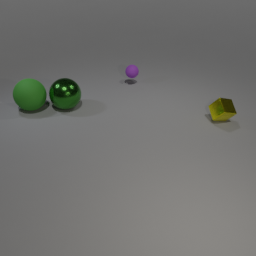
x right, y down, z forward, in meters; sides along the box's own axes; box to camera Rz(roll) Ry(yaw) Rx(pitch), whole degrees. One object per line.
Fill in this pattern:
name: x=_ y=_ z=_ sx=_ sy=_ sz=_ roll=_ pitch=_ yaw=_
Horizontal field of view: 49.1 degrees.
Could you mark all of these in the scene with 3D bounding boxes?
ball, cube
ball: x=-2.776 y=-1.507 z=12.413 sx=1.400 sy=1.400 sz=1.400 roll=0 pitch=32 yaw=0
ball: x=-4.298 y=-1.462 z=12.283 sx=1.400 sy=1.400 sz=1.400 roll=0 pitch=32 yaw=0
cube: x=3.858 y=-0.744 z=11.455 sx=0.700 sy=0.700 sz=0.700 roll=4 pitch=62 yaw=-28
ball: x=0.213 y=-2.971 z=14.716 sx=0.700 sy=0.700 sz=0.700 roll=0 pitch=32 yaw=0
